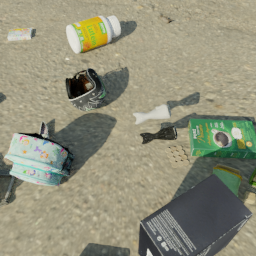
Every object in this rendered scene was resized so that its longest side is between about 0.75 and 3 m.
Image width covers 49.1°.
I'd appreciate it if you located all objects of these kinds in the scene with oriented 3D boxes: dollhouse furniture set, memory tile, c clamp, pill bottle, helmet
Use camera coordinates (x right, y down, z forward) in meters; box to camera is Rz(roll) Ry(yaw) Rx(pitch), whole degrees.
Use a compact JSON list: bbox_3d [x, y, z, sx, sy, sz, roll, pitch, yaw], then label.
[{"bbox_3d":[3.663,1.760,9.084,1.836,0.921,1.203,17,54,13],"label":"dollhouse furniture set"},{"bbox_3d":[1.789,1.035,10.208,0.670,0.073,0.874,-12,52,-10],"label":"memory tile"},{"bbox_3d":[-4.130,1.953,9.371,1.448,0.229,1.695,6,52,6],"label":"c clamp"},{"bbox_3d":[-1.673,-4.748,13.951,2.480,1.377,1.377,-25,56,-19],"label":"pill bottle"},{"bbox_3d":[-1.650,-1.438,11.199,1.625,1.625,1.550,-16,82,-12],"label":"helmet"}]

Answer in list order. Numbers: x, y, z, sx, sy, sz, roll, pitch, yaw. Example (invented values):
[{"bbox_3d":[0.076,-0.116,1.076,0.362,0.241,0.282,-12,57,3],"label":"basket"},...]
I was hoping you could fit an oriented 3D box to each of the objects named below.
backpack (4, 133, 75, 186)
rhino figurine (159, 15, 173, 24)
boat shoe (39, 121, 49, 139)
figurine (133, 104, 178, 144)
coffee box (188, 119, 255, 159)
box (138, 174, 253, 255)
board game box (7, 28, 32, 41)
[{"bbox_3d":[-2.855,0.978,8.984,1.843,2.077,1.563,13,70,9],"label":"backpack"},{"bbox_3d":[2.058,-6.170,15.795,0.411,0.281,0.940,-32,56,-23],"label":"rhino figurine"},{"bbox_3d":[-3.218,0.204,10.700,0.377,0.328,1.023,-6,52,-5],"label":"boat shoe"},{"bbox_3d":[0.888,-0.102,9.405,1.259,1.291,0.556,-14,20,17],"label":"figurine"},{"bbox_3d":[3.500,0.383,10.425,2.428,0.534,1.493,1,51,1],"label":"coffee box"},{"bbox_3d":[1.562,2.789,7.245,2.311,2.538,1.321,-26,55,-19],"label":"box"},{"bbox_3d":[-5.731,-4.989,14.899,1.168,0.200,0.785,-5,52,-4],"label":"board game box"}]
